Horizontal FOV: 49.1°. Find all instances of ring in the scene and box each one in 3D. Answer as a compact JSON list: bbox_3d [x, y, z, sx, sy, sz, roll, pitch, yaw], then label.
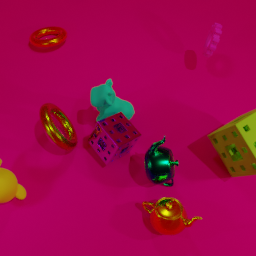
[{"bbox_3d":[-1.896,-0.038,7.735,0.296,1.482,1.482,-30,56,9],"label":"ring"},{"bbox_3d":[-3.055,-3.513,10.762,1.459,0.292,1.459,-3,42,3],"label":"ring"}]

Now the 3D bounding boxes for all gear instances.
[{"bbox_3d":[2.793,-2.922,9.343,0.201,1.087,1.087,15,55,-3],"label":"gear"}]

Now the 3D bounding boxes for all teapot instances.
[{"bbox_3d":[0.996,2.019,6.550,1.449,0.709,0.901,13,38,23],"label":"teapot"},{"bbox_3d":[0.863,0.869,7.040,0.794,1.621,1.008,-7,31,18],"label":"teapot"}]

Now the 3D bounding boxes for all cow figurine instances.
[{"bbox_3d":[-0.399,-0.658,7.870,1.512,1.488,0.830,11,60,-26],"label":"cow figurine"}]

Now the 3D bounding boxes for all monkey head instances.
[{"bbox_3d":[-3.073,1.181,6.663,0.954,1.583,1.139,-2,57,15],"label":"monkey head"}]

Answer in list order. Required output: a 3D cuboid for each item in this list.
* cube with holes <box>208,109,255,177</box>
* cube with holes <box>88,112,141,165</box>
[{"bbox_3d":[3.175,0.338,7.187,1.295,1.295,1.295,-28,85,-18],"label":"cube with holes"},{"bbox_3d":[-0.373,0.275,7.538,0.883,0.883,0.883,-26,67,-40],"label":"cube with holes"}]
